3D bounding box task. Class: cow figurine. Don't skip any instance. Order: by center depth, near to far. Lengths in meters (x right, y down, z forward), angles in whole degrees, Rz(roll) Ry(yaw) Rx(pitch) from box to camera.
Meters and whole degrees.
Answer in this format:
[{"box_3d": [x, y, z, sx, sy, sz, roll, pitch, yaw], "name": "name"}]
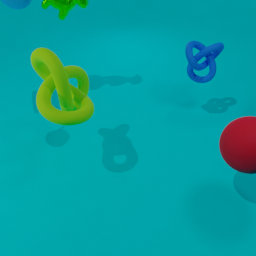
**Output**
[{"box_3d": [-1.653, -3.530, 7.567, 1.168, 1.150, 0.641, 28, 33, -17], "name": "cow figurine"}]

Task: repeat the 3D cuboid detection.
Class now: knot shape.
[{"box_3d": [-1.371, -0.745, 6.077, 0.857, 1.855, 1.735, -28, 51, 15], "name": "knot shape"}, {"box_3d": [2.108, -1.902, 7.597, 1.138, 1.216, 0.562, -34, 36, -2], "name": "knot shape"}]

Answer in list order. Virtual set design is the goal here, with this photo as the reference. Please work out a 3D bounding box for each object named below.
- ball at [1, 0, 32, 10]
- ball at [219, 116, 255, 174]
[{"box_3d": [-2.922, -3.556, 7.249, 0.899, 0.899, 0.899, 0, 46, 0], "name": "ball"}, {"box_3d": [2.384, 0.333, 5.509, 1.127, 1.127, 1.127, 0, 46, 0], "name": "ball"}]
